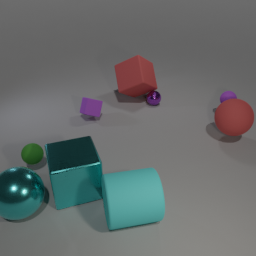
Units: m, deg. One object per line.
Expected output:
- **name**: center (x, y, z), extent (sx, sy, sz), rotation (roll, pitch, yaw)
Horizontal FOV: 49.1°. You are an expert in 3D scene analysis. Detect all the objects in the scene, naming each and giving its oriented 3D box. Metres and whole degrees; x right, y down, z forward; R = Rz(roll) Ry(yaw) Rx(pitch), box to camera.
- **ball**: center (-3.108, 0.844, 9.116), extent (0.700, 0.700, 0.700), rotation (0, 32, 0)
- **ball**: center (-2.965, 1.740, 7.530), extent (1.400, 1.400, 1.400), rotation (0, 32, 0)
- **ball**: center (3.963, -0.401, 10.483), extent (1.400, 1.400, 1.400), rotation (0, 32, 0)
- **ball**: center (4.326, -1.247, 12.074), extent (0.700, 0.700, 0.700), rotation (0, 32, 0)
- **cube**: center (-1.575, 1.270, 8.229), extent (1.400, 1.400, 1.400), rotation (-11, 34, -16)
- **cylinder**: center (0.091, 1.821, 7.331), extent (1.400, 1.400, 1.400), rotation (-6, 32, -11)
- **ball**: center (1.236, -1.436, 13.356), extent (0.700, 0.700, 0.700), rotation (0, 32, 0)
- **cube**: center (0.388, -2.426, 13.397), extent (1.400, 1.400, 1.400), rotation (-17, -14, 31)
- **cube**: center (-1.598, -0.908, 12.104), extent (0.700, 0.700, 0.700), rotation (10, 4, -29)
